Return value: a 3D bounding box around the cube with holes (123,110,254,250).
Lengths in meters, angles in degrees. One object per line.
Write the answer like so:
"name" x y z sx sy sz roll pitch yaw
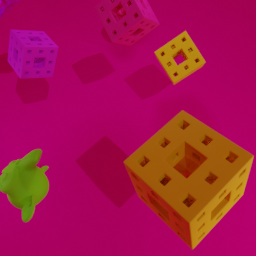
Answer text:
"cube with holes" 0.892 0.771 4.208 1.218 1.218 1.218 -40 54 -16

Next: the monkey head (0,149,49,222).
"monkey head" -1.978 1.043 5.748 1.169 0.979 1.625 -37 24 15

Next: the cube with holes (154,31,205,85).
"cube with holes" 1.390 -1.847 7.576 0.939 0.939 0.939 -32 89 11

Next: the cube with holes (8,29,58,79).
"cube with holes" -2.218 -1.712 6.499 0.793 0.793 0.793 -13 48 -40

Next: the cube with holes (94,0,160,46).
"cube with holes" -0.008 -2.521 6.309 0.890 0.890 0.890 -29 86 29

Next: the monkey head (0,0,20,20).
"monkey head" -2.957 -2.708 6.240 1.407 1.012 0.848 -22 72 14
